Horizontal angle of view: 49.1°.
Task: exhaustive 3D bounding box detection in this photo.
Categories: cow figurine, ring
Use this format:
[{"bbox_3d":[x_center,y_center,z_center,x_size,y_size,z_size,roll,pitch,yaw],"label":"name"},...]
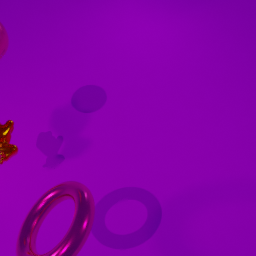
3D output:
[{"bbox_3d":[-3.149,0.278,6.788,1.092,0.599,1.074,23,62,-13],"label":"cow figurine"},{"bbox_3d":[-1.330,1.758,5.085,1.756,0.351,1.756,-26,37,22],"label":"ring"}]

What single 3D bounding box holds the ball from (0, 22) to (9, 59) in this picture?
[{"bbox_3d":[-2.988,-1.822,5.704,1.036,1.036,1.036,0,66,0],"label":"ball"}]
